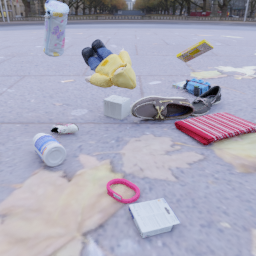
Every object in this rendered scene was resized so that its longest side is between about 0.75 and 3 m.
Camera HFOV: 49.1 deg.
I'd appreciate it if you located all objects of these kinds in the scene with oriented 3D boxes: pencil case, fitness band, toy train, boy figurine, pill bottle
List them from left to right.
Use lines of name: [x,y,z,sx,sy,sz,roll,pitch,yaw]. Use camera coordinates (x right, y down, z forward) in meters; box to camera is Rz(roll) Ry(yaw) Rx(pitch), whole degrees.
pill bottle: [-2.406,0.594,8.391,0.689,0.689,1.229,-17,30,-31]
pencil case: [-1.486,-1.994,5.698,0.458,1.103,0.500,18,48,-4]
boy figurine: [-0.682,-2.077,9.736,1.795,0.930,2.887,-36,43,-4]
fitness band: [-0.128,1.558,7.005,0.922,0.172,0.662,24,32,39]
toy train: [3.411,-2.018,13.923,0.880,0.668,1.541,-24,34,-29]

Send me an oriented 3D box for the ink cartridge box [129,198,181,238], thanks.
ink cartridge box: [0.563,1.945,6.150,0.886,0.192,0.870,-6,26,-17]

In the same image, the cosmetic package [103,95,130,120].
cosmetic package: [-0.443,-0.851,11.371,0.860,0.716,0.720,15,29,26]

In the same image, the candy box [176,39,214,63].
candy box: [2.076,-2.385,8.736,0.533,0.138,1.043,11,-24,-44]

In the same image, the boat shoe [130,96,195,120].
boat shoe: [1.371,-0.729,10.947,2.555,0.918,0.760,-4,24,-19]

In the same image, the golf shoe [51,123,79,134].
golf shoe: [-2.232,0.070,9.893,1.031,0.374,0.475,0,28,22]

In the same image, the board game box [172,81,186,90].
board game box: [2.962,-2.285,14.998,1.008,0.173,0.678,-19,31,-34]

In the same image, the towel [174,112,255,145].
towel: [3.211,-0.052,10.219,2.564,0.288,1.854,-11,26,-26]

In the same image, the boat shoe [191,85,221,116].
boat shoe: [3.357,-1.242,12.170,0.854,0.728,2.553,19,31,34]
